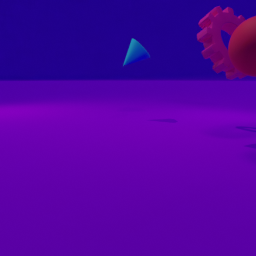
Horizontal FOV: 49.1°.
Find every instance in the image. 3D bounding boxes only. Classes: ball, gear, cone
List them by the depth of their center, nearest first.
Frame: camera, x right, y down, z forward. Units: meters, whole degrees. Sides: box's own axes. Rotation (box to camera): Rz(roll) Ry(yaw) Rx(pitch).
[{"bbox_3d":[2.173,-1.341,4.620,0.976,0.976,0.976,0,11,0],"label":"ball"},{"bbox_3d":[2.306,-1.923,6.341,1.643,1.643,0.304,-6,-11,-30],"label":"gear"},{"bbox_3d":[0.140,-2.382,9.411,0.848,0.845,0.845,-45,4,4],"label":"cone"}]
